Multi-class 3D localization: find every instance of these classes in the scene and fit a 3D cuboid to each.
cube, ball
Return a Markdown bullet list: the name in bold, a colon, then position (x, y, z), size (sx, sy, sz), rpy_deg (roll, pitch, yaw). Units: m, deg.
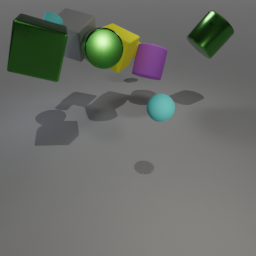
- **cube**: position (-2.588, -2.338, 8.132), size (1.400, 1.400, 1.400), rpy_deg (10, 25, -18)
- **ball**: position (0.811, -0.500, 6.968), size (0.700, 0.700, 0.700), rpy_deg (0, 29, 0)
- **cube**: position (-2.252, -3.850, 11.579), size (1.400, 1.400, 1.400), rpy_deg (20, 52, 12)
- **cube**: position (-0.549, -3.447, 12.025), size (1.400, 1.400, 1.400), rpy_deg (28, 34, 6)

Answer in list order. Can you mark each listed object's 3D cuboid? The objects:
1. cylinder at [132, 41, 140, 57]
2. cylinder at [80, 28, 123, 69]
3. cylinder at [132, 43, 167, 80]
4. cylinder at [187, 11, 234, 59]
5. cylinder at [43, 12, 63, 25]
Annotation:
- **cylinder**: position (0.363, -4.379, 15.422), size (0.700, 0.700, 0.700), rpy_deg (21, 38, -17)
- **cylinder**: position (-1.004, -2.986, 10.407), size (1.400, 1.400, 1.400), rpy_deg (-7, 21, -13)
- **cylinder**: position (1.006, -3.071, 13.060), size (1.400, 1.400, 1.400), rpy_deg (13, 6, -1)
- **cylinder**: position (3.456, -3.914, 11.823), size (1.400, 1.400, 1.400), rpy_deg (40, 13, -11)
- **cylinder**: position (-2.825, -3.743, 10.275), size (0.700, 0.700, 0.700), rpy_deg (16, -12, 4)
